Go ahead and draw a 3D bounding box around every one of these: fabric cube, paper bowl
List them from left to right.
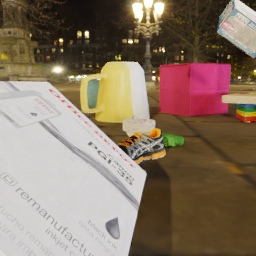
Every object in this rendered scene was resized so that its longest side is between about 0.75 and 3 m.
[{"bbox_3d":[0.291,0.006,7.490,0.868,0.452,0.868,0,9,0],"label":"paper bowl"},{"bbox_3d":[3.009,-1.824,12.936,2.293,2.301,2.257,-5,12,-28],"label":"fabric cube"}]

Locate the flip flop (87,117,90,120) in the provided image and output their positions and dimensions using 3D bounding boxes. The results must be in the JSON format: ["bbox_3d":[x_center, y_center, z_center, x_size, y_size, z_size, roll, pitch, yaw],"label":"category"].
[{"bbox_3d":[-1.400,-0.080,8.391,0.581,0.412,1.432,-5,-5,-5],"label":"flip flop"}]

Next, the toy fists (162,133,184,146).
[{"bbox_3d":[0.921,0.278,6.475,0.401,0.271,0.787,4,6,-24],"label":"toy fists"}]

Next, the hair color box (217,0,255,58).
[{"bbox_3d":[3.405,-3.068,8.322,1.272,0.770,2.544,34,34,-1],"label":"hair color box"}]

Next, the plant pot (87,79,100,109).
[{"bbox_3d":[-1.474,-1.552,13.947,1.074,1.595,1.595,12,11,6],"label":"plant pot"}]

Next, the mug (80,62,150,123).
[{"bbox_3d":[-0.295,-1.376,10.580,2.130,2.183,2.660,4,11,17],"label":"mug"}]

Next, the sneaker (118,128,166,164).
[{"bbox_3d":[0.131,0.345,5.205,1.408,0.544,0.551,-11,16,-41],"label":"sneaker"}]

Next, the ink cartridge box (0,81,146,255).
[{"bbox_3d":[-0.694,0.400,1.933,1.424,0.805,1.944,43,12,-1],"label":"ink cartridge box"}]

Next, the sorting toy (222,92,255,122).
[{"bbox_3d":[5.335,-0.746,10.352,2.864,0.997,2.847,7,12,37],"label":"sorting toy"}]

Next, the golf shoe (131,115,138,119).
[{"bbox_3d":[0.226,-0.246,9.273,0.340,0.388,0.881,-2,8,-7],"label":"golf shoe"}]
